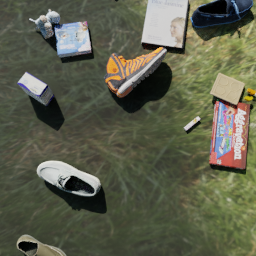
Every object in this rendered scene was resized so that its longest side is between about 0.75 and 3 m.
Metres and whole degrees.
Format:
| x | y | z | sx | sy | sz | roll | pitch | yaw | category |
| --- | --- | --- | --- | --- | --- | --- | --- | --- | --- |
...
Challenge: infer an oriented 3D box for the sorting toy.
| x | y | z | sx | sy | sz | roll | pitch | yaw | category |
| --- | --- | --- | --- | --- | --- | --- | --- | --- | --- |
| 4.439 | -1.525 | 11.817 | 1.712 | 0.229 | 1.276 | 25 | 65 | 7 | sorting toy |

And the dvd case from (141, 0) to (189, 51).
| x | y | z | sx | sy | sz | roll | pitch | yaw | category |
| --- | --- | --- | --- | --- | --- | --- | --- | --- | --- |
| 1.716 | -4.837 | 12.707 | 1.877 | 0.231 | 2.631 | 9 | 76 | 2 | dvd case |

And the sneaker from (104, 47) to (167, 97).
| x | y | z | sx | sy | sz | roll | pitch | yaw | category |
| --- | --- | --- | --- | --- | --- | --- | --- | --- | --- |
| 0.184 | -2.751 | 11.740 | 2.875 | 1.115 | 1.610 | -41 | 81 | -9 | sneaker |

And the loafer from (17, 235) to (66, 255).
| x | y | z | sx | sy | sz | roll | pitch | yaw | category |
| --- | --- | --- | --- | --- | --- | --- | --- | --- | --- |
| -3.171 | 4.579 | 10.125 | 2.055 | 0.716 | 0.773 | 22 | 77 | 5 | loafer |

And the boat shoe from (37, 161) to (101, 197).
| x | y | z | sx | sy | sz | roll | pitch | yaw | category |
| --- | --- | --- | --- | --- | --- | --- | --- | --- | --- |
| -2.267 | 1.922 | 10.554 | 2.535 | 0.903 | 0.884 | 18 | 94 | 0 | boat shoe |

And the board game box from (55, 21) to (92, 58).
| x | y | z | sx | sy | sz | roll | pitch | yaw | category |
| --- | --- | --- | --- | --- | --- | --- | --- | --- | --- |
| -2.439 | -3.945 | 12.437 | 1.461 | 0.317 | 1.454 | -9 | 77 | -2 | board game box |

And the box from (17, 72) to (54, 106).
| x | y | z | sx | sy | sz | roll | pitch | yaw | category |
| --- | --- | --- | --- | --- | --- | --- | --- | --- | --- |
| -3.716 | -1.563 | 11.412 | 1.069 | 1.162 | 0.610 | 31 | 78 | 7 | box |

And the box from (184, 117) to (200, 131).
| x | y | z | sx | sy | sz | roll | pitch | yaw | category |
| --- | --- | --- | --- | --- | --- | --- | --- | --- | --- |
| 2.648 | -0.179 | 11.592 | 0.781 | 0.162 | 0.151 | -37 | 79 | -8 | box |

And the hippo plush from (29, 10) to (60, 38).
| x | y | z | sx | sy | sz | roll | pitch | yaw | category |
| --- | --- | --- | --- | --- | --- | --- | --- | --- | --- |
| -3.488 | -4.645 | 12.459 | 1.235 | 0.984 | 0.993 | 15 | 49 | 46 | hippo plush |

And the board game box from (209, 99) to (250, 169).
| x | y | z | sx | sy | sz | roll | pitch | yaw | category |
| --- | --- | --- | --- | --- | --- | --- | --- | --- | --- |
| 4.158 | 0.226 | 11.443 | 1.398 | 0.264 | 2.716 | 9 | 76 | 1 | board game box |

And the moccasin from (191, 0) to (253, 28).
| x | y | z | sx | sy | sz | roll | pitch | yaw | category |
| --- | --- | --- | --- | --- | --- | --- | --- | --- | --- |
| 4.275 | -5.204 | 12.398 | 2.913 | 0.993 | 1.172 | -23 | 77 | -5 | moccasin |
